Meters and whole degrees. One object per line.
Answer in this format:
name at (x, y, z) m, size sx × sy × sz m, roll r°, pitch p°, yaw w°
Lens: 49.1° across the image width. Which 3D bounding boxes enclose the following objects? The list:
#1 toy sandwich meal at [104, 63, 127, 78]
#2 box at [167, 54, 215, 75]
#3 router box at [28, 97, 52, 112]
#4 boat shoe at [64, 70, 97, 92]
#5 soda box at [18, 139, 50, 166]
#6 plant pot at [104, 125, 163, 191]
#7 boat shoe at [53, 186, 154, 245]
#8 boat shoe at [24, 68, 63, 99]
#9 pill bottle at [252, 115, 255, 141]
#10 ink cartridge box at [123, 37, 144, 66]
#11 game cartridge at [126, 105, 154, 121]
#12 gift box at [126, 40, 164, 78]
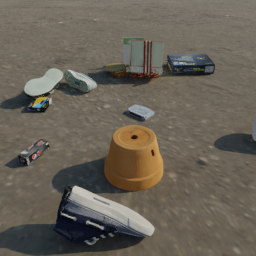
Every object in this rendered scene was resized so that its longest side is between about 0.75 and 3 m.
toy sandwich meal at (-0.572, -2.846, 13.715) m, size 1.203 × 0.412 × 1.203 m, roll -5°, pitch 30°, yaw 3°
box at (3.111, -3.235, 14.142) m, size 2.112 × 0.539 × 1.665 m, roll -1°, pitch 32°, yaw -1°
router box at (-3.389, -0.913, 10.807) m, size 0.646 × 0.221 × 0.866 m, roll 2°, pitch 33°, yaw 3°
boat shoe at (-2.093, -2.079, 12.357) m, size 1.855 × 0.647 × 0.661 m, roll 32°, pitch 33°, yaw 35°
soda box at (-2.744, 0.700, 8.216) m, size 0.331 × 0.296 × 0.934 m, roll 16°, pitch 35°, yaw 23°
plant pot at (0.154, 0.689, 7.457) m, size 1.627 × 1.139 × 1.627 m, roll 0°, pitch 34°, yaw 0°
boat shoe at (-0.544, 2.036, 5.857) m, size 2.057 × 0.954 × 0.768 m, roll 26°, pitch 0°, yaw -2°
boat shoe at (-3.470, -1.704, 11.642) m, size 0.887 × 0.708 × 2.346 m, roll 33°, pitch 37°, yaw 5°
pill bottle at (4.835, 0.035, 8.638) m, size 1.688 × 0.964 × 0.964 m, roll 7°, pitch 33°, yaw 11°
ink cartridge box at (0.266, -3.953, 14.385) m, size 1.085 × 1.491 × 0.357 m, roll -2°, pitch 33°, yaw -4°
game cartridge at (0.476, -0.588, 10.359) m, size 0.934 × 0.189 × 0.623 m, roll 26°, pitch 44°, yaw 35°
gift box at (0.760, -3.180, 12.974) m, size 1.637 × 1.657 × 1.775 m, roll 3°, pitch 17°, yaw 2°
